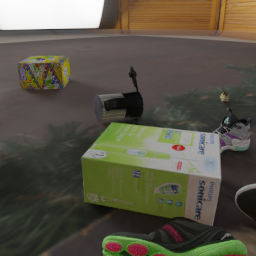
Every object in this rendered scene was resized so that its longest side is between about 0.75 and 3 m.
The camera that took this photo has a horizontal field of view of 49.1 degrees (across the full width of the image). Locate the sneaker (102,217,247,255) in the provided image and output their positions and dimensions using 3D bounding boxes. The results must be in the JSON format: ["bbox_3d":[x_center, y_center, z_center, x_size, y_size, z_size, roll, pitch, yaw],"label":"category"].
[{"bbox_3d":[0.569,1.586,3.652,1.836,0.705,0.769,6,14,-9],"label":"sneaker"}]

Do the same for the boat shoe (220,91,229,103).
[{"bbox_3d":[3.622,-1.210,10.424,0.297,0.316,0.830,4,24,9],"label":"boat shoe"}]

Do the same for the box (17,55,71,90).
[{"bbox_3d":[-3.608,-2.498,12.366,1.792,1.135,1.861,0,24,0],"label":"box"}]

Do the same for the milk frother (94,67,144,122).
[{"bbox_3d":[-0.296,-1.007,8.357,1.330,1.414,1.276,-8,-20,-21],"label":"milk frother"}]

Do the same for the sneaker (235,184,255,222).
[{"bbox_3d":[2.380,1.460,3.606,2.243,0.793,1.112,23,27,34],"label":"sneaker"}]

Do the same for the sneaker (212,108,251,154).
[{"bbox_3d":[2.216,0.043,6.577,1.513,1.058,0.588,-9,25,-19],"label":"sneaker"}]

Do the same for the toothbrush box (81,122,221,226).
[{"bbox_3d":[0.494,0.709,5.170,2.229,0.959,1.623,8,25,14],"label":"toothbrush box"}]
